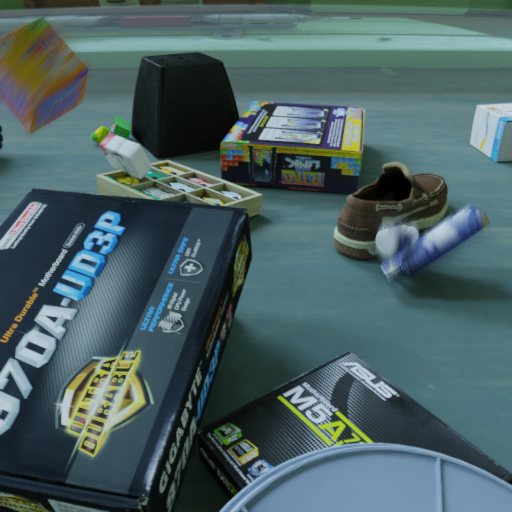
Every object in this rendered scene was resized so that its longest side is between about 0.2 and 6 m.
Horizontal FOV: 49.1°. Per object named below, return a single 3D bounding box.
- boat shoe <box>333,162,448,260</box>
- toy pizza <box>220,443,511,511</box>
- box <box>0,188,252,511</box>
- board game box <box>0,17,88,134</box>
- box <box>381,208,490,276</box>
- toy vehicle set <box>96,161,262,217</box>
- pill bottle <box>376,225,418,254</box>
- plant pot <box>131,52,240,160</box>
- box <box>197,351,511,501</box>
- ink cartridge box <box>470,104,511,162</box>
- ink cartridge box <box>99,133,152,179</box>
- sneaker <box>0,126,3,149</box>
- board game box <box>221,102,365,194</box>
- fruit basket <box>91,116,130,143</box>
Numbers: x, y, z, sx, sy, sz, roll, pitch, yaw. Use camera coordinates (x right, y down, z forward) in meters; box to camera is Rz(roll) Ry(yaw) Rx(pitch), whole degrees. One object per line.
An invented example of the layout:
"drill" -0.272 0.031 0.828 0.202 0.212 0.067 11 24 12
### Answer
"boat shoe" 2.387 -0.974 9.160 1.112 1.114 3.010 20 35 32
"toy pizza" 0.969 2.571 3.080 3.211 0.509 3.211 7 41 -6
"box" -1.750 0.742 5.648 2.804 0.811 3.528 6 44 11
"board game box" -3.329 -2.714 8.496 1.024 1.023 1.023 -42 2 -26
"box" 2.430 -0.142 7.755 1.479 0.240 0.896 -34 1 11
"toy vehicle set" -1.418 -1.108 10.022 2.656 0.352 1.650 25 33 37
"pill bottle" 1.979 -0.242 7.789 0.617 0.342 0.342 -13 31 -41
"plant pot" -1.687 -3.631 13.099 2.171 1.931 2.177 -14 31 -24
"box" 0.785 1.819 4.851 1.907 0.469 1.975 -21 36 -28
"ink cartridge box" 5.586 -2.773 12.534 0.967 0.950 1.313 -4 29 -7
"ink cartridge box" -2.330 -1.781 10.007 0.807 0.588 0.342 23 64 29
"sneaker" -6.832 -2.057 11.216 1.510 1.366 3.544 0 20 21
"board game box" 0.912 -2.408 11.944 2.695 0.924 3.260 7 30 9
"fruit basket" -3.437 -2.923 13.237 0.914 0.659 0.914 16 25 -7
